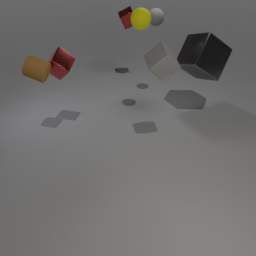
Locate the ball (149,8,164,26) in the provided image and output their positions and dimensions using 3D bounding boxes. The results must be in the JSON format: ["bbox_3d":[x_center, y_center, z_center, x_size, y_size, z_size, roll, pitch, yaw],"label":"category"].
[{"bbox_3d":[1.133,-4.530,11.459,0.700,0.700,0.700,0,32,0],"label":"ball"}]

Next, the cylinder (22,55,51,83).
[{"bbox_3d":[-2.979,-1.924,9.166,0.700,0.700,0.700,22,33,-4],"label":"cylinder"}]

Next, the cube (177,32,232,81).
[{"bbox_3d":[3.050,-2.888,11.421,1.400,1.400,1.400,24,2,-29],"label":"cube"}]

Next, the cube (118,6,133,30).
[{"bbox_3d":[-0.008,-5.479,13.936,0.700,0.700,0.700,-24,44,10],"label":"cube"}]

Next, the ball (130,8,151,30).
[{"bbox_3d":[0.434,-3.702,9.500,0.700,0.700,0.700,0,32,0],"label":"ball"}]

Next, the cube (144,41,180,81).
[{"bbox_3d":[1.016,-1.989,8.371,0.700,0.700,0.700,-34,48,25],"label":"cube"}]

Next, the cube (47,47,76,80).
[{"bbox_3d":[-2.378,-2.235,9.736,0.700,0.700,0.700,-23,41,47],"label":"cube"}]
